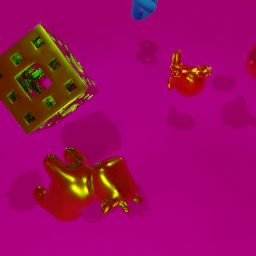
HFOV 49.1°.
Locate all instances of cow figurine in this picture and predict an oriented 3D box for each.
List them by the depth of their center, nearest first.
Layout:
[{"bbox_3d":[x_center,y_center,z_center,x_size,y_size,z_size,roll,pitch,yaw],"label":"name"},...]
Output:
[{"bbox_3d":[-0.701,1.064,4.675,1.698,1.726,0.947,38,28,21],"label":"cow figurine"}]

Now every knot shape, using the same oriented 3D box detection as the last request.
[{"bbox_3d":[0.445,-4.538,9.028,0.897,1.816,1.941,-3,9,12],"label":"knot shape"}]

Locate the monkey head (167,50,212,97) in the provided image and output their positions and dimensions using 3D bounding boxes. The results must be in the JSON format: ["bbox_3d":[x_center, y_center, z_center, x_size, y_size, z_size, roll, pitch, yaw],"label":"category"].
[{"bbox_3d":[1.385,-1.262,6.561,0.867,1.439,1.035,4,81,-7],"label":"monkey head"}]

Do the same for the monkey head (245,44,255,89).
[{"bbox_3d":[3.379,-1.453,6.306,1.325,1.110,1.842,3,38,39],"label":"monkey head"}]

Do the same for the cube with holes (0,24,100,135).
[{"bbox_3d":[-1.554,-0.866,5.367,1.341,1.341,1.341,-36,93,6],"label":"cube with holes"}]
